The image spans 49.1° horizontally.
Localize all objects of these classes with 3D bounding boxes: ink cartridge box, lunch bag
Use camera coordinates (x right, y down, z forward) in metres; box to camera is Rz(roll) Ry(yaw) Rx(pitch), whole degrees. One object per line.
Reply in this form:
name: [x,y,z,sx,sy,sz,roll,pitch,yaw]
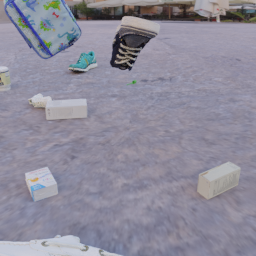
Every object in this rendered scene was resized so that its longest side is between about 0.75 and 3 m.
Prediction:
ink cartridge box: [-1.984,1.202,6.318,0.532,0.313,0.924,-14,29,-27]
lunch bag: [-2.738,-3.492,9.073,1.813,2.256,0.930,-31,44,-1]

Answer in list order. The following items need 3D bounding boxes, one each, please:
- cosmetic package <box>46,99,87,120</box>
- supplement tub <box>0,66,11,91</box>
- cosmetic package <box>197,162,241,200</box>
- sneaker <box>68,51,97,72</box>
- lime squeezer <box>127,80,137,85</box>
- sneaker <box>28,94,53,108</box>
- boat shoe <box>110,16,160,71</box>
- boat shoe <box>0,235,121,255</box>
cosmetic package: [-2.173,-0.671,9.990,1.414,0.523,0.719,-2,26,-9]
supplement tub: [-5.701,-2.218,12.633,0.715,0.986,0.715,0,26,0]
cosmetic package: [2.016,1.152,6.216,0.967,0.508,0.344,-13,27,-29]
sneaker: [-2.587,-3.756,15.848,0.951,0.978,2.455,10,28,20]
lime squeezer: [0.234,-2.249,13.667,0.304,0.162,0.861,11,29,22]
sneaker: [-3.292,-0.943,10.662,0.569,0.499,1.419,-29,30,-36]
boat shoe: [0.102,-2.314,8.105,1.079,1.340,2.889,11,11,-10]
boat shoe: [-0.940,2.020,3.932,2.856,1.011,0.990,12,26,4]
